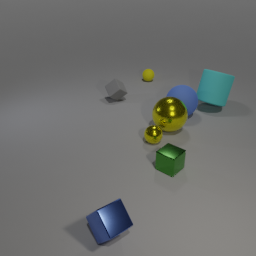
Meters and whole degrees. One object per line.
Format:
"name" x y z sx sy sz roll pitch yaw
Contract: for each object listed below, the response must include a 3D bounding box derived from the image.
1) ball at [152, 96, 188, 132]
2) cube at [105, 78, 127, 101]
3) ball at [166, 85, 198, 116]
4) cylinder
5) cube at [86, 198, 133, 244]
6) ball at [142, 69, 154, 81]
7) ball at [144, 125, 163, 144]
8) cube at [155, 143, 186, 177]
"ball" 1.652 -0.542 11.071 1.400 1.400 1.400 0 29 0
"cube" -0.574 -1.873 13.695 0.700 0.700 0.700 20 42 -56
"ball" 2.345 -1.174 12.227 1.400 1.400 1.400 0 29 0
"cylinder" 3.954 -1.844 12.797 1.400 1.400 1.400 14 14 -3
"cube" -0.438 2.182 6.574 0.700 0.700 0.700 -17 73 -38
"ball" 1.183 -3.077 16.266 0.700 0.700 0.700 0 29 0
"ball" 0.947 0.241 10.433 0.700 0.700 0.700 0 29 0
"cube" 1.368 1.021 9.033 0.700 0.700 0.700 23 37 35
